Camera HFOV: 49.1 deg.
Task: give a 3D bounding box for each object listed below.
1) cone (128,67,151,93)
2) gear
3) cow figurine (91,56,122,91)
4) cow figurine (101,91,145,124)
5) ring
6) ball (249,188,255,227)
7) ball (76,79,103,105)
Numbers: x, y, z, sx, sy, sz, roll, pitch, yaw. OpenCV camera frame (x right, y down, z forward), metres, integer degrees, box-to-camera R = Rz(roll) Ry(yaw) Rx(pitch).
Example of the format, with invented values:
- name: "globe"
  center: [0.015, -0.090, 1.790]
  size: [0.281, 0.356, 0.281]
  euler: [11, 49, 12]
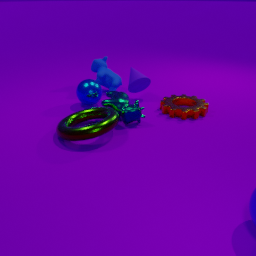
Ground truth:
- name: "cone"
  center: [0.254, -1.836, 9.897]
  size: [0.854, 0.854, 0.857]
  euler: [-12, 65, -23]
- name: "gear"
  center: [1.824, -0.713, 9.140]
  size: [1.522, 0.281, 1.522]
  euler: [0, 27, 0]
- name: "cow figurine"
  center: [-0.817, -2.072, 10.815]
  size: [1.437, 0.789, 1.414]
  euler: [27, 42, -1]
- name: "cow figurine"
  center: [-0.105, -0.661, 8.520]
  size: [1.353, 0.755, 1.375]
  euler: [0, 35, 12]
- name: "ring"
  center: [-1.090, -0.141, 7.627]
  size: [1.748, 0.350, 1.748]
  euler: [-10, 23, 4]
- name: "ball"
  center: [2.450, 1.265, 4.295]
  size: [1.089, 1.089, 1.089]
  euler: [0, 27, 0]
- name: "ball"
  center: [-1.297, -1.203, 9.398]
  size: [0.880, 0.880, 0.880]
  euler: [0, 27, 0]
